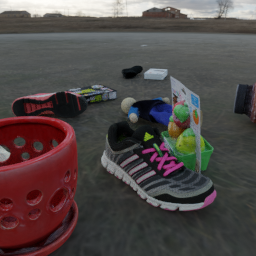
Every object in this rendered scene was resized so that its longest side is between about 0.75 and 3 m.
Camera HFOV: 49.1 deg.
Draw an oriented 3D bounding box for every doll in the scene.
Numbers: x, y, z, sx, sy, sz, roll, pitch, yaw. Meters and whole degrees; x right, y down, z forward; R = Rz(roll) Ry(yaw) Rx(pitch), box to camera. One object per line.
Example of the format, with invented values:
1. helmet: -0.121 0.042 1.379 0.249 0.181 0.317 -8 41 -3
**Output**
1. doll: 0.822 -0.502 8.917 1.939 0.689 2.842 -27 34 -37

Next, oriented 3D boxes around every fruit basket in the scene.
1. fruit basket: 1.210 -0.031 6.275 0.903 1.926 1.784 -15 25 -3

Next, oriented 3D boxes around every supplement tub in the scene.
1. supplement tub: 4.697 -0.746 8.526 2.705 1.446 1.446 10 25 21

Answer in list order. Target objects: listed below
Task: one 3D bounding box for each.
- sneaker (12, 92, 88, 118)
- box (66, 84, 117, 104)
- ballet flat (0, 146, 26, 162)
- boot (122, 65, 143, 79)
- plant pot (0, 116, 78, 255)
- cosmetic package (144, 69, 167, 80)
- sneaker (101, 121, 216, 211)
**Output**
1. sneaker: -2.622 -0.917 9.622 2.467 0.909 1.070 -3 22 -5
2. box: -1.475 -1.366 11.357 1.644 0.364 1.317 -15 27 -32
3. ballet flat: -2.958 0.861 5.373 2.839 1.037 1.037 -8 24 -19
4. boot: 0.279 -3.001 15.072 1.281 0.474 1.050 -11 22 -8
5. plant pot: -1.703 0.902 4.290 1.896 1.726 1.896 1 23 0
6. cosmetic package: 1.506 -2.890 15.004 0.968 0.332 1.284 5 24 19
7. sneaker: 0.459 0.607 5.620 1.032 1.224 2.798 -20 30 -38
